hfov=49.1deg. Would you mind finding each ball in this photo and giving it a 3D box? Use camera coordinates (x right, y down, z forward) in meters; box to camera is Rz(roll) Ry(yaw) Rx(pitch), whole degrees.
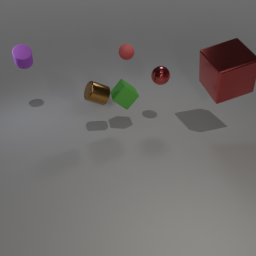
[{"bbox_3d":[1.208,-1.944,10.372,0.700,0.700,0.700,0,31,0],"label":"ball"},{"bbox_3d":[-0.068,-3.390,12.485,0.700,0.700,0.700,0,31,0],"label":"ball"}]

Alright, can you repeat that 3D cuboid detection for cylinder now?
[{"bbox_3d":[-1.086,-1.221,9.808,0.700,0.700,0.700,15,21,-32],"label":"cylinder"},{"bbox_3d":[-4.108,-2.784,10.964,0.700,0.700,0.700,5,70,-12],"label":"cylinder"}]

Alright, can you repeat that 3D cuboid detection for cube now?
[{"bbox_3d":[3.367,-1.938,9.543,1.400,1.400,1.400,-19,50,-3],"label":"cube"},{"bbox_3d":[-0.135,-1.240,10.263,0.700,0.700,0.700,31,21,-29],"label":"cube"}]
